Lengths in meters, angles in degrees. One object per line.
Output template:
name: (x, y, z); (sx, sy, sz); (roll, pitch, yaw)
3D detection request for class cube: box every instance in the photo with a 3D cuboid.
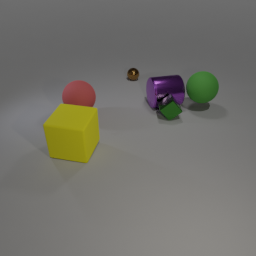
cube: (-1.879, 0.156, 9.662); (1.400, 1.400, 1.400); (8, 36, 11)
cube: (1.794, -0.877, 11.941); (0.700, 0.700, 0.700); (-36, 25, 19)

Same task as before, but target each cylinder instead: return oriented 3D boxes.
cylinder: (1.695, -1.684, 12.850); (1.400, 1.400, 1.400); (-8, 32, -12)

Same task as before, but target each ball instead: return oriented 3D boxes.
ball: (-2.058, -1.302, 11.794); (1.400, 1.400, 1.400); (0, 31, 0)
ball: (0.294, -3.049, 15.838); (0.700, 0.700, 0.700); (0, 31, 0)
ball: (3.277, -1.795, 12.367); (1.400, 1.400, 1.400); (0, 31, 0)
